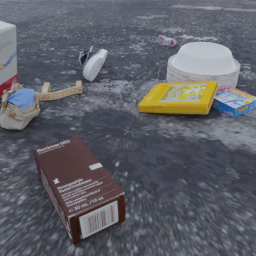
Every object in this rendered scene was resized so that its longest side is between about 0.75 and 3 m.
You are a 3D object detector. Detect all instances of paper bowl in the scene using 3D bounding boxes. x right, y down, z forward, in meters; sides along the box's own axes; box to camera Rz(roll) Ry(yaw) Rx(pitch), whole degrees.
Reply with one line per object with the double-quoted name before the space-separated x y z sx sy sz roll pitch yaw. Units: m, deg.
"paper bowl" 2.966 -2.463 11.075 2.782 1.447 2.782 1 33 -1

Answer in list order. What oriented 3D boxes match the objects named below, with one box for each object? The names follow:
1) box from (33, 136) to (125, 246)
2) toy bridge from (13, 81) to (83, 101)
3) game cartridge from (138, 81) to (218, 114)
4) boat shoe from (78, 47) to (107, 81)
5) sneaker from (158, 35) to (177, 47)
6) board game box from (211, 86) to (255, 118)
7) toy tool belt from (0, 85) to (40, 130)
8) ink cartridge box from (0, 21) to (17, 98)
"box" -1.079 1.145 5.873 1.139 0.852 2.274 -18 35 -26
"toy bridge" -2.997 -1.340 10.247 2.618 0.356 0.880 -4 37 -6
"game cartridge" 1.730 -1.078 9.479 2.264 0.367 1.996 4 32 25
"boat shoe" -1.626 -2.860 11.845 0.994 1.051 2.931 21 31 -4
"sneaker" 2.271 -4.953 16.004 1.264 0.508 0.559 30 36 33
"board game box" 3.555 -0.928 9.614 1.257 0.359 1.283 -19 37 -27
"toy tool belt" -3.322 -0.827 8.718 1.154 1.136 1.849 4 32 6
"ink cartridge box" -5.156 -2.495 9.861 1.777 2.445 1.769 18 34 5
